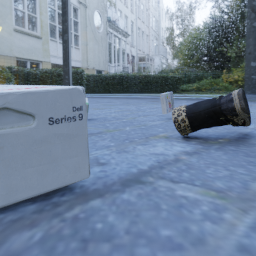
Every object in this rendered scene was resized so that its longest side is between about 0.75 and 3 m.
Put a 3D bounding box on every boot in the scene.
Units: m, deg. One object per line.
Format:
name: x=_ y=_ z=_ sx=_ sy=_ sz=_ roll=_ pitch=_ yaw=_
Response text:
boot: x=2.008 y=-0.278 z=6.608 sx=1.584 sy=0.770 sz=2.103 roll=-15 pitch=-9 yaw=21

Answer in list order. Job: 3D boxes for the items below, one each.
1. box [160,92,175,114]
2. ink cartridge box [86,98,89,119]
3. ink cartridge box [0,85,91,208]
box: x=1.492 y=-0.952 z=10.518 sx=0.196 sy=0.744 sz=0.954 roll=-3 pitch=9 yaw=29
ink cartridge box: x=-1.610 y=-0.712 z=10.041 sx=0.335 sy=0.592 sz=0.808 roll=3 pitch=23 yaw=-13
ink cartridge box: x=-2.017 y=0.071 z=3.445 sx=1.953 sy=1.125 sz=2.675 roll=-13 pitch=15 yaw=-42
